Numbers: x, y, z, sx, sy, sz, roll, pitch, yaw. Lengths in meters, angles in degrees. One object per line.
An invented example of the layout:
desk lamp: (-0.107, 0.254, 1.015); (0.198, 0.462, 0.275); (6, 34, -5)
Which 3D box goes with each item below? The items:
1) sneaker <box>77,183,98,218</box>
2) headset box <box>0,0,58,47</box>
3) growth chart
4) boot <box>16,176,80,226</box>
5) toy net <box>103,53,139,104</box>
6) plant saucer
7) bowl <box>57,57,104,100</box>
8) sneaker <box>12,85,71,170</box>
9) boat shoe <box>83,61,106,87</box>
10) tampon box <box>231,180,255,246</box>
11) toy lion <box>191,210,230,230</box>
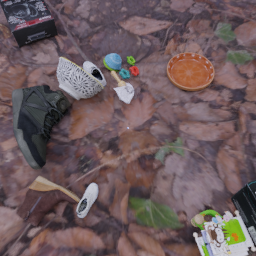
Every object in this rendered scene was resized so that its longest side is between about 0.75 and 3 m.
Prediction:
sneaker: (-1.134, 2.030, 7.958); (0.382, 0.370, 1.045); (16, 62, 9)
headset box: (-3.953, -4.365, 11.230); (1.682, 0.873, 2.260); (-24, 65, -13)
growth chart: (2.495, 2.901, 7.273); (1.719, 0.152, 1.244); (-14, 63, -24)
boot: (-2.241, 2.184, 7.904); (1.492, 0.540, 1.241); (24, 77, 9)
toy net: (-0.148, -1.722, 10.004); (1.229, 0.452, 2.343); (10, 55, -31)
plant saucer: (2.280, -2.055, 10.293); (1.720, 0.278, 1.720); (0, 60, 0)
bowl: (-1.744, -1.482, 9.325); (1.771, 1.771, 0.831); (33, 87, 17)
sneaker: (-2.616, -0.215, 8.768); (1.699, 1.134, 2.966); (-17, 57, -2)
boat shoe: (-1.209, -2.045, 10.189); (0.488, 0.433, 1.326); (-35, 66, -17)
tampon box: (4.217, 2.037, 7.385); (2.140, 1.351, 1.604); (-16, 62, -9)
toy lion: (2.451, 2.742, 7.609); (1.083, 0.388, 1.130); (-20, 62, -19)
